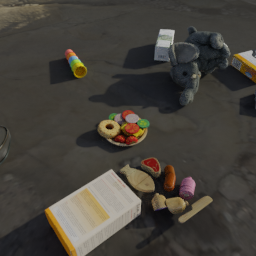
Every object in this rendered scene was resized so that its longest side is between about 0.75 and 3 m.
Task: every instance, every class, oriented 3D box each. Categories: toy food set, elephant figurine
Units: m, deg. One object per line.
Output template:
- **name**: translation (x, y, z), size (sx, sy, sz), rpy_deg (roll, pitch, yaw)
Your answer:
- **toy food set**: translation (1.044, 1.626, 7.837), size (1.543, 0.382, 2.427), rpy_deg (-26, 42, -25)
- **toy food set**: translation (-0.110, -0.012, 9.470), size (1.562, 0.380, 1.546), rpy_deg (27, 50, 26)
- **elephant figurine**: translation (2.420, -2.562, 11.201), size (2.902, 2.053, 2.251), rpy_deg (-35, 23, -11)

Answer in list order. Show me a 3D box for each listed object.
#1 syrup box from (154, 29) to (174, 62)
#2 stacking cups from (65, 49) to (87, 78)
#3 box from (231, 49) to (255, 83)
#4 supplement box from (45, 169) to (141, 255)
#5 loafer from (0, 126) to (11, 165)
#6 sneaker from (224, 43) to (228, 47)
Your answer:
- **syrup box**: translation (1.734, -3.947, 13.273), size (0.707, 0.731, 1.796), rpy_deg (8, 45, 9)
- **stacking cups**: translation (-2.407, -2.890, 12.373), size (0.576, 0.576, 1.904), rpy_deg (-19, 44, -19)
- **box**: translation (6.229, -2.906, 12.348), size (2.819, 0.585, 1.678), rpy_deg (-16, 46, -19)
- **supplement box**: translation (-0.834, 2.115, 7.008), size (2.023, 0.744, 1.275), rpy_deg (-28, 51, -26)
- **loafer**: translation (-4.247, 0.777, 8.124), size (0.988, 0.981, 2.715), rpy_deg (11, 42, 0)
- **sneaker**: translation (4.497, -3.925, 13.516), size (0.497, 0.458, 1.241), rpy_deg (1, 52, -7)
